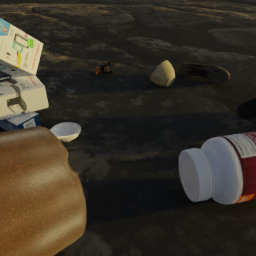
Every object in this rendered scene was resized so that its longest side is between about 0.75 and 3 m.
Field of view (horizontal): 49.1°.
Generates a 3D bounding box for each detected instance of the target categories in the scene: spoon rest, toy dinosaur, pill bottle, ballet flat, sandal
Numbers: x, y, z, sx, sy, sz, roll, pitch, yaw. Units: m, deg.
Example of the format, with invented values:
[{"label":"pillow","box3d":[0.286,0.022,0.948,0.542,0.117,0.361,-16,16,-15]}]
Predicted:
[{"label":"spoon rest","box3d":[-1.964,0.290,7.866,0.865,0.528,1.741,11,37,16]},{"label":"toy dinosaur","box3d":[-1.072,-2.518,12.105,0.814,0.612,1.199,-3,51,22]},{"label":"pill bottle","box3d":[2.545,0.856,6.204,2.606,1.472,1.472,-8,35,-9]},{"label":"ballet flat","box3d":[3.184,-2.359,11.638,2.157,0.727,0.500,18,40,33]},{"label":"sandal","box3d":[4.914,-1.083,8.825,2.902,0.654,1.090,-19,25,12]}]

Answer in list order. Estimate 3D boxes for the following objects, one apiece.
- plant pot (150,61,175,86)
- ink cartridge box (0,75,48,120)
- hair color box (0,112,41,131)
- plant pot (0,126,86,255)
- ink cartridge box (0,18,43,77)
[{"label":"plant pot","box3d":[1.456,-2.037,11.006,0.677,1.009,1.009,46,50,14]},{"label":"ink cartridge box","box3d":[-3.589,-0.984,8.606,1.852,0.775,1.343,-19,38,-26]},{"label":"hair color box","box3d":[-3.600,-0.325,8.779,1.622,0.491,0.811,22,40,29]},{"label":"plant pot","box3d":[-2.490,1.387,4.444,2.962,2.992,2.992,-18,38,-38]},{"label":"ink cartridge box","box3d":[-3.428,-2.230,8.044,1.054,1.059,1.444,4,-11,36]}]
